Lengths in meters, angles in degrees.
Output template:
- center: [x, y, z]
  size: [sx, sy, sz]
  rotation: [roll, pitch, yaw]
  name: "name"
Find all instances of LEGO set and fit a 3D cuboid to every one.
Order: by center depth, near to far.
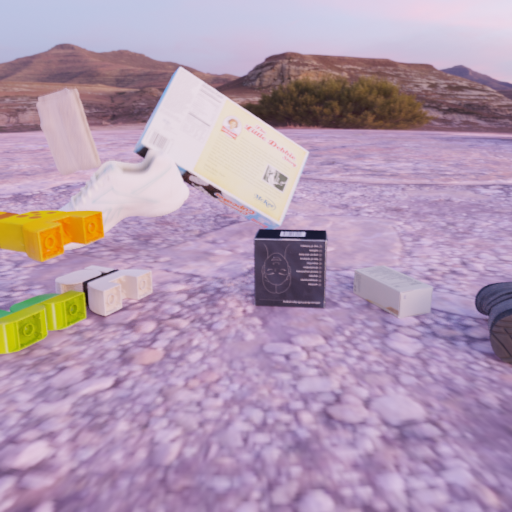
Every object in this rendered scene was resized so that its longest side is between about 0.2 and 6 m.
- center: [-3.436, 0.233, 7.014]
  size: [1.878, 1.745, 4.575]
  rotation: [8, 17, 24]
  name: "LEGO set"

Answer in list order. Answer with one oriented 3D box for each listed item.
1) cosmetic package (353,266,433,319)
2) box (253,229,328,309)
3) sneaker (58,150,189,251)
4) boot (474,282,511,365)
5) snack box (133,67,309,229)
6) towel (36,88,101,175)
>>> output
- center: [2.013, 0.514, 8.358]
  size: [0.606, 0.410, 1.153]
  rotation: [-7, 17, -22]
  name: "cosmetic package"
- center: [0.518, 0.178, 8.361]
  size: [1.068, 1.050, 0.662]
  rotation: [2, 16, 6]
  name: "box"
- center: [-2.820, -1.100, 10.377]
  size: [3.006, 1.204, 1.057]
  rotation: [-24, 44, -8]
  name: "sneaker"
- center: [4.095, 0.739, 6.790]
  size: [2.600, 0.907, 1.712]
  rotation: [8, 16, 16]
  name: "boot"
- center: [-0.634, -2.196, 11.863]
  size: [3.390, 1.970, 0.629]
  rotation: [30, -21, -20]
  name: "snack box"
- center: [-3.399, -2.223, 10.102]
  size: [0.964, 1.454, 0.251]
  rotation: [-6, 19, 30]
  name: "towel"
